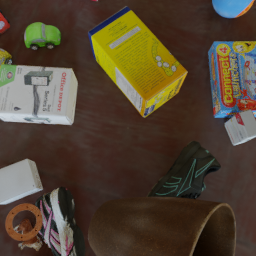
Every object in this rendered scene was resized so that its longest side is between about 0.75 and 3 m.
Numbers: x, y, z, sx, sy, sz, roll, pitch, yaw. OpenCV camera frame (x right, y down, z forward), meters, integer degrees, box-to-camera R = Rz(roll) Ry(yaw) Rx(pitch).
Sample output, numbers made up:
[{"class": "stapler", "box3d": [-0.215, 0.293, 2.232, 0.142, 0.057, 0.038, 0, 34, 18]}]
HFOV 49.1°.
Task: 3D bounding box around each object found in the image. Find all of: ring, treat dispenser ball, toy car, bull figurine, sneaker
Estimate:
[{"class": "ring", "box3d": [-2.457, 2.225, 6.644, 0.839, 0.080, 0.839, 7, 75, -26]}, {"class": "treat dispenser ball", "box3d": [3.251, -4.070, 8.641, 1.259, 1.259, 1.259, 0, 75, 0]}, {"class": "toy car", "box3d": [-3.404, -2.833, 8.612, 2.588, 0.613, 2.750, -7, 75, -2]}, {"class": "bull figurine", "box3d": [-2.606, 2.826, 7.261, 0.534, 0.287, 0.880, -26, 75, -16]}, {"class": "sneaker", "box3d": [1.306, 1.529, 7.148, 1.045, 0.994, 2.637, 38, 78, 18]}, {"class": "sneaker", "box3d": [-1.782, 2.688, 7.153, 0.963, 0.896, 2.231, -17, 76, 19]}]

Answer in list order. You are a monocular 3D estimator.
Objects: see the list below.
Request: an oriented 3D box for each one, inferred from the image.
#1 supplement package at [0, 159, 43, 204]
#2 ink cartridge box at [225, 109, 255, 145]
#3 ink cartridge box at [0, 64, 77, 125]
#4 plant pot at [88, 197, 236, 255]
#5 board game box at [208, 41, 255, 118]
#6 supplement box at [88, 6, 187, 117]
[{"class": "supplement package", "box3d": [-2.983, 1.435, 7.482, 1.083, 0.601, 0.844, -21, 76, -6]}, {"class": "ink cartridge box", "box3d": [3.121, 0.000, 7.675, 0.405, 0.978, 0.713, -16, 76, -7]}, {"class": "ink cartridge box", "box3d": [-2.569, -0.936, 7.980, 2.028, 0.852, 1.476, 3, 75, 1]}, {"class": "plant pot", "box3d": [0.480, 2.345, 5.579, 2.531, 2.365, 2.365, 7, 72, 38]}, {"class": "board game box", "box3d": [3.590, -1.436, 8.234, 2.159, 0.616, 2.205, -1, 75, -1]}, {"class": "supplement box", "box3d": [0.232, -1.822, 7.937, 1.398, 1.389, 2.553, -37, 78, -9]}]
